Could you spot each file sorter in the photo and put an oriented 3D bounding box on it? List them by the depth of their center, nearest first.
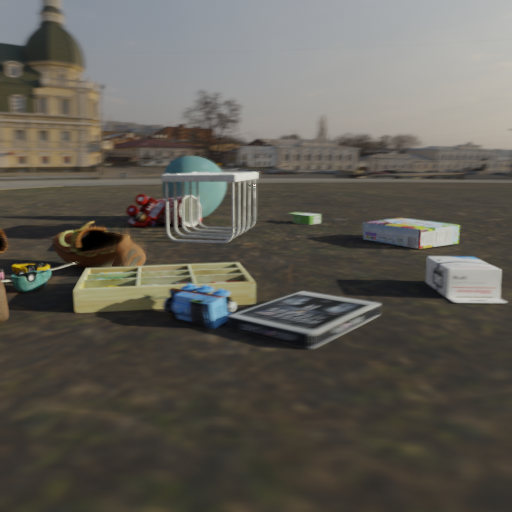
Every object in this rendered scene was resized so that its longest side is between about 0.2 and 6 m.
[{"bbox_3d":[-1.012,-1.222,13.286,1.684,1.511,2.427,2,10,11],"label":"file sorter"}]

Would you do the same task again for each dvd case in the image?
[{"bbox_3d":[0.573,0.681,6.346,1.118,0.184,1.487,7,12,37],"label":"dvd case"}]

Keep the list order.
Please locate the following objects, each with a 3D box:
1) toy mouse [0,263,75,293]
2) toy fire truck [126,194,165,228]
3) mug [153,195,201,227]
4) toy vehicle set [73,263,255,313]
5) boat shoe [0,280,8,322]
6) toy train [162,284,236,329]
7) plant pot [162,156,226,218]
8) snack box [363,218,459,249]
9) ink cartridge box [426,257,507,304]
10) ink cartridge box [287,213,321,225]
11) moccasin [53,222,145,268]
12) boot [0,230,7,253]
[{"bbox_3d":[-3.463,0.344,7.973,1.426,0.276,1.267,-1,10,-2],"label":"toy mouse"},{"bbox_3d":[-2.954,-1.152,15.016,0.799,0.951,0.533,26,-18,25],"label":"toy fire truck"},{"bbox_3d":[-2.215,-1.119,15.468,1.264,1.122,0.843,2,46,35],"label":"mug"},{"bbox_3d":[-1.226,0.399,7.606,2.249,0.298,1.397,-2,10,-11],"label":"toy vehicle set"},{"bbox_3d":[-3.683,0.333,6.715,0.781,0.779,2.110,-15,17,-37],"label":"boat shoe"},{"bbox_3d":[-0.681,0.567,6.471,0.899,0.390,0.514,7,18,34],"label":"toy train"},{"bbox_3d":[-1.916,-1.791,16.526,1.922,1.922,1.294,1,45,6],"label":"plant pot"},{"bbox_3d":[3.368,-0.513,12.307,1.219,0.454,1.714,-6,12,-31],"label":"snack box"},{"bbox_3d":[2.883,0.311,7.744,0.724,0.423,1.247,0,10,0],"label":"ink cartridge box"},{"bbox_3d":[1.365,-1.076,16.035,0.467,0.267,0.900,-9,13,-41],"label":"ink cartridge box"},{"bbox_3d":[-2.724,-0.182,9.271,2.039,0.787,0.746,15,50,42],"label":"moccasin"},{"bbox_3d":[-5.937,-0.816,10.951,1.893,1.782,0.648,6,37,36],"label":"boot"}]
